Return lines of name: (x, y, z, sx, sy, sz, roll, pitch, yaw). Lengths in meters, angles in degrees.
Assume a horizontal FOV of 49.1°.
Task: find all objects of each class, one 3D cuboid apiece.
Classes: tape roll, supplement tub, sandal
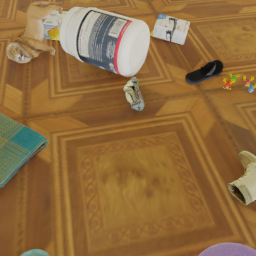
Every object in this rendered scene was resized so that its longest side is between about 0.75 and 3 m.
tape roll: (1.973, 3.206, 5.153, 1.902, 0.808, 1.902, 0, 49, 0)
supplement tub: (-0.799, -3.122, 10.006, 2.772, 1.945, 1.945, 23, 52, 19)
sandal: (2.841, -2.070, 10.141, 1.741, 0.373, 0.662, -31, 55, -24)

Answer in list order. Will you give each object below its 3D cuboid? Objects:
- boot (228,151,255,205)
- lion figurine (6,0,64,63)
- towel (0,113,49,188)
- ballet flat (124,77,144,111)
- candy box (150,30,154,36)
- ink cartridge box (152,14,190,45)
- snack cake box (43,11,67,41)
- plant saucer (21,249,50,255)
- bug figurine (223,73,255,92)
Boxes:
boot: (2.975, 1.238, 7.132, 1.036, 0.483, 1.339, -17, 52, -14)
lion figurine: (-3.437, -3.664, 10.418, 1.673, 2.731, 0.990, 16, 13, -11)
towel: (-3.789, 0.450, 7.990, 2.551, 0.277, 1.871, 24, 52, 22)
ballet flat: (0.137, -1.203, 9.213, 0.549, 0.549, 1.526, -8, 50, -7)
candy box: (1.439, -4.271, 12.256, 0.551, 0.142, 1.078, 22, 52, 18)
ink cartridge box: (1.822, -4.146, 11.739, 1.360, 0.573, 0.983, 17, 52, 4)
snack cake box: (-2.308, -4.290, 11.880, 2.177, 0.731, 1.252, 8, 47, 7)
plant saucer: (-1.971, 2.975, 5.793, 0.861, 0.155, 0.861, 0, 49, 0)
bug figurine: (3.899, -1.562, 9.754, 1.121, 0.288, 0.869, 15, 44, 18)
